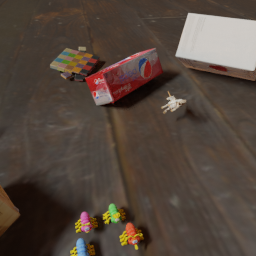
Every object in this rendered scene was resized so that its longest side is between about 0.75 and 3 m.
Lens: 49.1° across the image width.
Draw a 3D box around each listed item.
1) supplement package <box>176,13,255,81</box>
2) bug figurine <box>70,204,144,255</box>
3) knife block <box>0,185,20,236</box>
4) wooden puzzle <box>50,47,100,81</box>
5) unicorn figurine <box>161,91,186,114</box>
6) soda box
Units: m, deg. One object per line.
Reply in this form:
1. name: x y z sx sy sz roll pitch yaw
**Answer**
1. supplement package: 2.986 -2.537 8.860 2.391 1.432 1.450 18 5 26
2. bug figurine: -0.390 1.691 4.597 1.209 0.311 0.937 -13 37 -15
3. knife block: -2.656 1.622 4.154 1.877 0.684 2.139 -46 34 -19
4. wooden puzzle: -1.855 -2.322 9.938 1.336 0.158 2.253 16 42 6
5. unicorn figurine: 1.137 -0.615 7.076 0.612 0.329 0.892 -32 28 -25
6. soda box: -0.023 -1.589 8.387 0.794 0.877 2.505 -2 26 45
